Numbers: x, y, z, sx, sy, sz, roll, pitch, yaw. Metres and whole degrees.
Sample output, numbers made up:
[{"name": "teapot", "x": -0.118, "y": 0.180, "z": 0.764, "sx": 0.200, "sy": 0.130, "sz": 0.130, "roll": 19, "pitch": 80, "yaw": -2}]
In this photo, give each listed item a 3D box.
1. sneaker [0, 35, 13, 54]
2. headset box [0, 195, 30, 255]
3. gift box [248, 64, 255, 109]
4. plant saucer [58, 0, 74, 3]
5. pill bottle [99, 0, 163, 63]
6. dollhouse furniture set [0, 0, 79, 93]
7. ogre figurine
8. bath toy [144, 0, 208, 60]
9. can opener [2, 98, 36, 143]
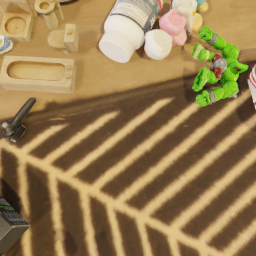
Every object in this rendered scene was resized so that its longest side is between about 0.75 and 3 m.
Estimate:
[{"name": "sneaker", "x": -4.315, "y": -2.457, "z": 8.793, "sx": 1.360, "sy": 0.524, "sz": 0.515, "roll": -40, "pitch": 78, "yaw": -11}, {"name": "headset box", "x": -4.205, "y": 2.458, "z": 6.769, "sx": 2.770, "sy": 1.285, "sz": 2.412, "roll": 40, "pitch": 75, "yaw": 12}, {"name": "gift box", "x": 4.662, "y": -1.068, "z": 7.324, "sx": 2.356, "sy": 2.523, "sz": 2.328, "roll": -8, "pitch": 68, "yaw": -2}, {"name": "plant saucer", "x": -2.040, "y": -5.247, "z": 9.558, "sx": 2.461, "sy": 0.395, "sz": 2.461, "roll": -4, "pitch": 73, "yaw": 13}, {"name": "pill bottle", "x": 0.050, "y": -3.211, "z": 8.612, "sx": 1.341, "sy": 1.341, "sz": 2.243, "roll": 24, "pitch": 75, "yaw": 8}, {"name": "dollhouse furniture set", "x": -2.901, "y": -2.835, "z": 7.967, "sx": 2.701, "sy": 2.314, "sz": 2.840, "roll": 4, "pitch": 72, "yaw": 1}, {"name": "ogre figurine", "x": 2.608, "y": -1.696, "z": 8.102, "sx": 1.340, "sy": 1.097, "sz": 2.236, "roll": 7, "pitch": 63, "yaw": -17}, {"name": "bath toy", "x": 1.422, "y": -3.064, "z": 8.575, "sx": 1.217, "sy": 1.035, "sz": 2.799, "roll": 41, "pitch": 69, "yaw": -10}, {"name": "can opener", "x": -3.165, "y": -0.298, "z": 8.192, "sx": 0.459, "sy": 0.570, "sz": 1.450, "roll": 5, "pitch": 63, "yaw": 43}]
